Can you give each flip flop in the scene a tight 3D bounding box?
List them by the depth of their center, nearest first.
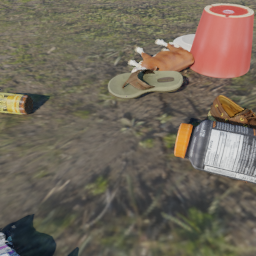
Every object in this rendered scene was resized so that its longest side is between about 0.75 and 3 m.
[{"bbox_3d":[0.542,-1.506,8.884,2.410,0.694,0.977,-4,65,5],"label":"flip flop"}]

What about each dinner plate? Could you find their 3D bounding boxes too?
[{"bbox_3d":[3.259,-4.096,13.343,2.197,0.266,2.197,-1,39,1],"label":"dinner plate"}]

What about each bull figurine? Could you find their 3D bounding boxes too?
[{"bbox_3d":[1.105,-2.431,10.496,2.920,0.951,1.773,-23,54,-28],"label":"bull figurine"}]

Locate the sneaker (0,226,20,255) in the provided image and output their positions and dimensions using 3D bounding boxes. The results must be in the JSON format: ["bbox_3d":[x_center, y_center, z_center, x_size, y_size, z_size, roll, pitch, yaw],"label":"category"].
[{"bbox_3d":[-2.132,2.165,5.020,1.249,0.486,0.874,4,39,5],"label":"sneaker"}]

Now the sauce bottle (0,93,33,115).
[{"bbox_3d":[-3.987,-0.791,8.766,1.950,0.644,0.644,4,38,9],"label":"sauce bottle"}]

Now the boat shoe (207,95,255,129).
[{"bbox_3d":[3.136,-0.090,7.664,0.870,0.816,2.417,-18,41,-22],"label":"boat shoe"}]

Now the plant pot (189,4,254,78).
[{"bbox_3d":[3.692,-3.470,10.923,2.503,2.215,2.503,0,38,0],"label":"plant pot"}]

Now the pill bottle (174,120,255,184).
[{"bbox_3d":[2.303,0.511,6.546,2.341,1.244,1.244,13,40,16],"label":"pill bottle"}]
